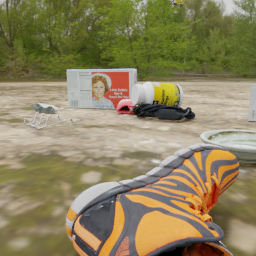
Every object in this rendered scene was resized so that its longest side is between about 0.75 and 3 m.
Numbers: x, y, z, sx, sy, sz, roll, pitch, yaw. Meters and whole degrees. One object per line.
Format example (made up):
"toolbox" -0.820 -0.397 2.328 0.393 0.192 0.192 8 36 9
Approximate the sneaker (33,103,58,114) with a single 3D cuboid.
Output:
"sneaker" -3.239 -0.749 11.043 1.067 0.375 0.428 12 9 19

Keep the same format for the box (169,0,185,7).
"box" 1.523 -4.060 7.772 0.303 1.209 0.455 3 41 -21

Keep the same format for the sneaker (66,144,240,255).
"sneaker" 0.589 0.798 2.516 2.061 0.799 1.154 -19 24 -30

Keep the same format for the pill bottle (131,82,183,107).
"pill bottle" 0.979 -1.096 9.609 1.630 0.916 0.916 1 10 -21

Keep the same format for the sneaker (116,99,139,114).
"sneaker" 0.385 -0.788 10.598 1.801 0.664 0.781 -9 21 23

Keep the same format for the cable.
"cable" 1.215 -0.612 9.695 2.138 0.543 1.744 3 9 22

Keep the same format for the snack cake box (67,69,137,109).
"snack cake box" -1.144 -1.743 12.391 2.975 1.711 1.000 3 12 16

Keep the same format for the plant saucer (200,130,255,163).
"plant saucer" 2.154 0.359 5.290 1.552 0.390 1.552 -1 12 0

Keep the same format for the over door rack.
"over door rack" -2.389 -0.262 8.412 1.186 0.395 0.876 -10 16 -41

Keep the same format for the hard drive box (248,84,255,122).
"hard drive box" 4.686 -0.755 8.811 1.536 1.197 0.590 9 13 34
